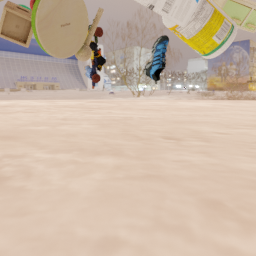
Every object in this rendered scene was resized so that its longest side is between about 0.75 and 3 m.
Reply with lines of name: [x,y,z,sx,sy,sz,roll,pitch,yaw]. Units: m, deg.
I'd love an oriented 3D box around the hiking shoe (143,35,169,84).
hiking shoe: [1.423,-2.979,12.144,0.749,2.015,0.873,-15,50,-38]

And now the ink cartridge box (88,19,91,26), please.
ink cartridge box: [-1.619,-2.900,7.122,0.831,1.148,0.482,-37,23,1]

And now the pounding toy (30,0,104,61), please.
pounding toy: [-1.611,-2.421,6.511,0.910,1.514,1.962,21,12,29]

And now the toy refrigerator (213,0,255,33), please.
toy refrigerator: [3.490,-3.737,8.987,2.133,0.810,0.746,0,44,-34]

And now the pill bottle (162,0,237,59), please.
pill bottle: [1.705,-2.927,7.380,2.201,1.241,1.241,30,-6,-24]

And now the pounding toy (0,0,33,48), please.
pounding toy: [-2.697,-2.740,6.630,1.071,1.219,0.558,18,33,-23]

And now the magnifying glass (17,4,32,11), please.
magnifying glass: [-2.631,-3.185,8.091,1.476,0.587,0.165,-3,6,-32]

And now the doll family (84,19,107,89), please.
doll family: [-1.579,-3.282,12.670,1.169,2.980,1.723,-23,31,-19]

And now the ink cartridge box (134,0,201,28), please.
ink cartridge box: [0.799,-3.020,5.768,1.585,1.161,0.681,31,36,3]
